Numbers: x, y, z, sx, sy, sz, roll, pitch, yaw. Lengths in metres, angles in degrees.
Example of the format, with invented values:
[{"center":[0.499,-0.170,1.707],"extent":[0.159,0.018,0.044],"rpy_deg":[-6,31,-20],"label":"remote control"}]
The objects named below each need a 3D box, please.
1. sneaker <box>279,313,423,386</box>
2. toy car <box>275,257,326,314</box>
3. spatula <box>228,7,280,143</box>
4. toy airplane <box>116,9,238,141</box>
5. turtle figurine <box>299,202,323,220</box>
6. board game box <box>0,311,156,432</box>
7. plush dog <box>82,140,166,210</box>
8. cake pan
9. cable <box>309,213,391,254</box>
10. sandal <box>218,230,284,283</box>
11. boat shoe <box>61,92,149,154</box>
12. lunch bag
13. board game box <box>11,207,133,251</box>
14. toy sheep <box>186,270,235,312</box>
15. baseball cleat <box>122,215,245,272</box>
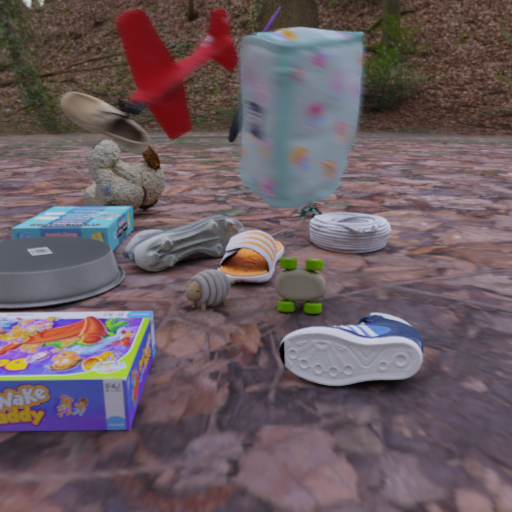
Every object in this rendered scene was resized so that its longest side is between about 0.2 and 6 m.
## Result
[{"center":[1.173,1.075,6.806],"extent":[1.645,0.663,1.205],"rpy_deg":[0,8,12],"label":"sneaker"},{"center":[0.736,0.412,8.815],"extent":[0.781,0.813,0.990],"rpy_deg":[3,6,10],"label":"toy car"},{"center":[-0.062,-3.225,9.979],"extent":[0.261,2.543,0.719],"rpy_deg":[16,-2,-14],"label":"spatula"},{"center":[-0.960,-2.404,7.285],"extent":[0.383,2.081,2.081],"rpy_deg":[36,33,28],"label":"toy airplane"},{"center":[1.477,-1.242,15.174],"extent":[0.629,0.423,0.840],"rpy_deg":[4,22,12],"label":"turtle figurine"},{"center":[-2.563,1.218,6.242],"extent":[2.624,0.587,1.764],"rpy_deg":[-1,16,-2],"label":"board game box"},{"center":[-3.342,-1.865,15.084],"extent":[2.027,2.360,1.894],"rpy_deg":[-24,61,-35],"label":"plush dog"},{"center":[-3.829,0.185,9.848],"extent":[2.944,0.540,2.944],"rpy_deg":[1,15,0],"label":"cake pan"},{"center":[2.069,-0.550,12.365],"extent":[1.766,0.612,1.766],"rpy_deg":[10,18,36],"label":"cable"},{"center":[-0.070,-0.154,10.687],"extent":[1.014,0.758,2.647],"rpy_deg":[3,16,12],"label":"sandal"},{"center":[-2.748,-2.498,10.293],"extent":[1.737,0.627,0.564],"rpy_deg":[31,-11,-12],"label":"boat shoe"},{"center":[0.605,-2.117,8.236],"extent":[1.629,2.276,2.672],"rpy_deg":[9,27,15],"label":"lunch bag"},{"center":[-3.934,-0.601,12.436],"extent":[1.927,0.599,2.553],"rpy_deg":[0,15,-1],"label":"board game box"},{"center":[-0.704,0.506,8.690],"extent":[0.630,0.630,0.914],"rpy_deg":[15,22,41],"label":"toy sheep"},{"center":[-1.458,-0.364,11.215],"extent":[2.535,0.884,1.349],"rpy_deg":[-13,21,-41],"label":"baseball cleat"}]
